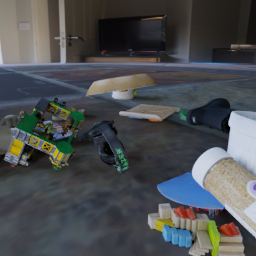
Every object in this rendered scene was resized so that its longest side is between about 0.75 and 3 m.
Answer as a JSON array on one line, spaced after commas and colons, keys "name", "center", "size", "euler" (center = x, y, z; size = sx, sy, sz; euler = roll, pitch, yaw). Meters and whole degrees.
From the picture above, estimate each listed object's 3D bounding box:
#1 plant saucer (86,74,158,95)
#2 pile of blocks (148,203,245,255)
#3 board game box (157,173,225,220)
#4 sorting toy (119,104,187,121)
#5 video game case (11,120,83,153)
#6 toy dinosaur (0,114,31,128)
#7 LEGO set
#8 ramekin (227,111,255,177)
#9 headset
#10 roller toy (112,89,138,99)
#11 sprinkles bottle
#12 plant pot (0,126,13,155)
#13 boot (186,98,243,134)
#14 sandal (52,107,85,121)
[{"name": "plant saucer", "center": [-0.266, -1.731, 10.950], "size": [2.831, 0.501, 2.831], "euler": [-9, 8, 1]}, {"name": "pile of blocks", "center": [0.962, 1.483, 4.175], "size": [1.508, 0.469, 0.619], "euler": [8, 18, 26]}, {"name": "board game box", "center": [1.387, 1.260, 5.237], "size": [1.349, 0.332, 1.707], "euler": [10, 13, 43]}, {"name": "sorting toy", "center": [1.263, -0.536, 11.081], "size": [2.675, 0.394, 1.977], "euler": [9, 18, 32]}, {"name": "video game case", "center": [-2.705, 0.223, 8.747], "size": [1.861, 0.263, 2.059], "euler": [-15, 22, -43]}, {"name": "toy dinosaur", "center": [-3.861, -0.206, 9.502], "size": [1.290, 0.660, 0.497], "euler": [2, 17, 3]}, {"name": "LEGO set", "center": [-2.120, 0.298, 7.212], "size": [1.691, 1.274, 2.199], "euler": [22, 33, -19]}, {"name": "ramekin", "center": [3.034, 0.608, 4.995], "size": [2.576, 1.352, 2.576], "euler": [8, 12, -2]}, {"name": "headset", "center": [-0.571, 0.373, 6.323], "size": [0.856, 1.125, 1.822], "euler": [-26, 30, -12]}, {"name": "roller toy", "center": [-0.277, -2.128, 15.408], "size": [1.363, 0.952, 1.243], "euler": [-16, 23, -43]}, {"name": "sprinkles bottle", "center": [1.852, 1.122, 4.064], "size": [0.703, 0.703, 2.059], "euler": [-10, 36, -30]}, {"name": "plant pot", "center": [-3.595, 0.336, 7.266], "size": [1.098, 1.098, 1.005], "euler": [13, 10, 37]}, {"name": "boot", "center": [3.426, -0.448, 9.917], "size": [2.187, 0.835, 1.838], "euler": [-18, 20, -29]}, {"name": "sandal", "center": [-2.351, -0.611, 11.246], "size": [1.468, 0.396, 0.590], "euler": [-15, 21, -37]}]
